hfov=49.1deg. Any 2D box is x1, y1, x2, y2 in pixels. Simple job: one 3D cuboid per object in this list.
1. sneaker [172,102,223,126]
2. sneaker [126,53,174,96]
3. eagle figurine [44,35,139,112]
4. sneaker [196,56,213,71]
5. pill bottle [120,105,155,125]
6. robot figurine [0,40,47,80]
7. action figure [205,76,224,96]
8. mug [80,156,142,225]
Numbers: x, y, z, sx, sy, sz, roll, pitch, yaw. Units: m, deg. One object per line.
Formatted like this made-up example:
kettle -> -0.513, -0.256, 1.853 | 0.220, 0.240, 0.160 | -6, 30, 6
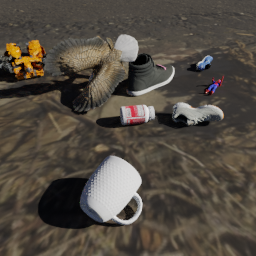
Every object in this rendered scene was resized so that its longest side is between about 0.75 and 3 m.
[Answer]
sneaker -> 2.244, -0.337, 9.166 | 1.653, 0.626, 0.760 | 6, 46, 19
sneaker -> 0.991, -2.352, 11.000 | 0.956, 1.341, 2.704 | 29, 46, 34
eagle figurine -> -1.152, -2.169, 10.255 | 2.271, 2.259, 2.993 | 20, 35, 26
sneaker -> 3.466, -2.805, 12.372 | 0.480, 0.423, 1.076 | 32, 57, 25
pill bottle -> 0.302, -0.444, 9.203 | 1.074, 0.603, 0.603 | -5, 39, -8
robot figurine -> -4.411, -3.005, 12.198 | 2.152, 0.864, 2.968 | -13, 40, -16
action figure -> 3.390, -1.744, 10.910 | 0.362, 0.549, 1.109 | 25, 42, 27
mug -> -0.319, 1.577, 6.457 | 1.444, 1.066, 1.266 | 40, 58, 0
